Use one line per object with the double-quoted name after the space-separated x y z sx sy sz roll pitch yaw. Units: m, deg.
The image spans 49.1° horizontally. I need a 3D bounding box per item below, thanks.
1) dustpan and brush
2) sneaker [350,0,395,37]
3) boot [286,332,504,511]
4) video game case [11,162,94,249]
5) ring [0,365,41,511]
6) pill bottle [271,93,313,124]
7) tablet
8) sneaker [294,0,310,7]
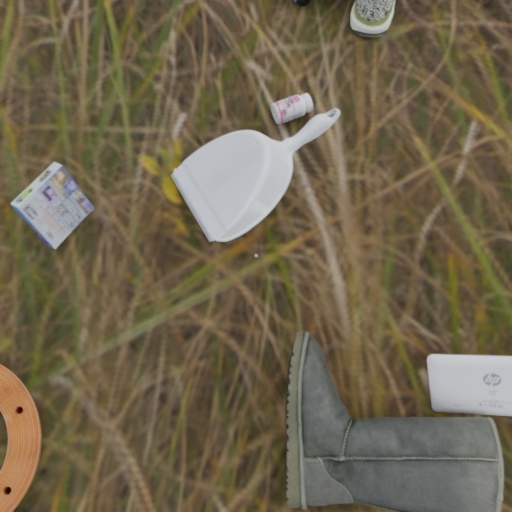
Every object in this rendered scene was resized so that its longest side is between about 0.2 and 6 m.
0.125 -1.387 8.036 2.483 0.711 1.733 -41 52 11 "dustpan and brush"
2.125 -4.681 9.172 0.815 0.939 2.120 12 73 4 "sneaker"
1.698 2.150 7.090 2.630 0.954 2.391 -1 87 7 "boot"
-2.838 -0.698 7.883 0.212 0.931 0.844 25 65 32 "video game case"
-4.005 2.520 7.355 2.406 0.231 2.406 0 73 0 "ring"
0.564 -2.314 8.769 0.596 0.338 0.338 -22 74 -7 "pill bottle"
2.990 1.659 7.089 1.528 0.994 0.104 -3 30 22 "tablet"
1.575 -4.958 9.197 2.545 0.998 1.145 -24 88 16 "sneaker"
